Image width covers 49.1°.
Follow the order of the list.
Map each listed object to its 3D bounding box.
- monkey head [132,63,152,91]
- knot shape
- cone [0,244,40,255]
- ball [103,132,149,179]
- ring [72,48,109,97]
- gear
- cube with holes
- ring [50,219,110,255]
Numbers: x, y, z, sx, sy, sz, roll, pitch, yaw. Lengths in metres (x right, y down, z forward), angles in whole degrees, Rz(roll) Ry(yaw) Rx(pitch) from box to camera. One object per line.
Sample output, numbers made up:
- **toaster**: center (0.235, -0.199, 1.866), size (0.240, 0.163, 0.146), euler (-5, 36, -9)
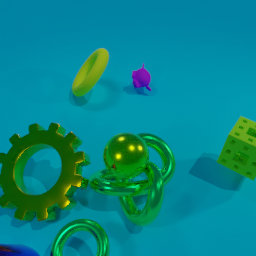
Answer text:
- **monkey head**: center (0.458, -1.654, 9.596), size (0.630, 0.752, 1.045), euler (-13, 76, -5)
- **knot shape**: center (0.196, 1.150, 5.954), size (1.977, 0.913, 1.850), euler (-28, 44, 3)
- **cone**: center (-2.176, 2.211, 4.528), size (1.384, 1.389, 1.384), euler (0, 40, 0)
- **ball**: center (-0.040, 0.551, 5.585), size (0.931, 0.931, 0.931), euler (0, 40, 0)
- **ring**: center (-1.254, -1.830, 9.215), size (0.361, 1.805, 1.805), euler (33, 32, -26)
- **gear**: center (-1.859, 0.913, 6.024), size (2.070, 0.383, 2.070), euler (-4, 70, 11)
- **cube with holes**: center (2.711, 0.443, 6.383), size (0.876, 0.876, 0.876), euler (28, 44, 23)
- **ring**: center (-0.841, 2.130, 4.872), size (1.083, 0.217, 1.083), euler (-7, 57, 11)
